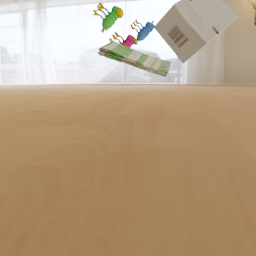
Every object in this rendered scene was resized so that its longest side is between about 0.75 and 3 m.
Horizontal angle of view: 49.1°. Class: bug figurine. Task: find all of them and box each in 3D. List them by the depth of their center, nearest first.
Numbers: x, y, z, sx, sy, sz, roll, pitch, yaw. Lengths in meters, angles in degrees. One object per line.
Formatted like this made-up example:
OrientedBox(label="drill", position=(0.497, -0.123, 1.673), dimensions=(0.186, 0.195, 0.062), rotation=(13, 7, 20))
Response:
OrientedBox(label="bug figurine", position=(0.023, -3.004, 7.766), dimensions=(0.603, 1.817, 2.343), rotation=(28, -16, 32))

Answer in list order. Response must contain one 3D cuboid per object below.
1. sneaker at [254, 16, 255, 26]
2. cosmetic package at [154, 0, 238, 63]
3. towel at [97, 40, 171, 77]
OrientedBox(label="sneaker", position=(3.539, -2.506, 7.010), dimensions=(0.721, 0.625, 1.626), rotation=(50, 20, 23))
OrientedBox(label="cosmetic package", position=(2.376, -3.612, 9.513), dimensions=(2.886, 1.629, 1.171), rotation=(-45, 6, -37))
OrientedBox(label="towel", position=(0.155, -1.207, 4.768), dimensions=(1.177, 0.138, 0.898), rotation=(19, 28, 3))
